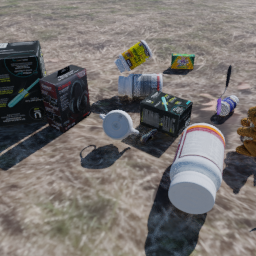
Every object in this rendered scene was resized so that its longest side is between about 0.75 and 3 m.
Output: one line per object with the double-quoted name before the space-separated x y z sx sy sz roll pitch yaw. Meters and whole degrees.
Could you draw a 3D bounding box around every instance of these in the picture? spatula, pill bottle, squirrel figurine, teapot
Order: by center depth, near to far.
"pill bottle" 2.134 1.161 8.610 1.507 1.507 2.750 11 37 15
"squirrel figurine" 4.909 0.080 9.861 1.943 1.814 1.375 23 42 29
"teapot" -0.363 -0.126 10.406 1.177 1.193 0.871 -20 1 11
"spatula" 3.718 -1.464 10.835 0.199 1.935 0.547 23 27 26
"pill bottle" 4.424 -1.018 12.428 0.637 0.637 1.100 29 44 34
"pill bottle" 0.579 -1.999 13.342 2.042 1.183 1.183 1 36 3
"pill bottle" 0.224 -3.350 13.363 1.726 0.943 0.943 -32 39 3

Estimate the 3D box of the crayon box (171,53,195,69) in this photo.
"crayon box" 3.178 -3.884 16.315 1.323 0.786 0.385 3 36 6

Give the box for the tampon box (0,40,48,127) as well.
"tampon box" -4.497 -1.830 11.573 2.191 2.924 1.846 -7 36 -10

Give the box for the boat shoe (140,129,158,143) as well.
"boat shoe" 0.866 0.325 10.847 0.897 0.323 0.291 -27 57 -38

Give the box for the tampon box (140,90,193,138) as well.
"tampon box" 1.536 -0.601 11.429 1.743 1.100 1.306 22 41 28

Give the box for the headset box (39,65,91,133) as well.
"headset box" -2.476 -1.323 11.335 0.922 2.387 1.776 20 39 27
